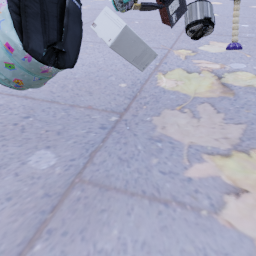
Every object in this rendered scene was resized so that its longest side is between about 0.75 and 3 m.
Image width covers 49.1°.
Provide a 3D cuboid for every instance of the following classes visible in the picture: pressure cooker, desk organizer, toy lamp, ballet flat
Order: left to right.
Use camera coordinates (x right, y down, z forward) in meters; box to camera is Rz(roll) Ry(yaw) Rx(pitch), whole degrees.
[{"bbox_3d":[0.046,-4.259,8.450,0.947,0.947,2.632,0,43,1],"label":"ballet flat"},{"bbox_3d":[0.863,-3.900,7.542,0.878,2.279,0.817,35,81,31],"label":"desk organizer"},{"bbox_3d":[2.422,-3.602,9.558,1.030,1.153,1.014,-7,-14,27],"label":"pressure cooker"},{"bbox_3d":[3.010,-3.093,7.767,0.522,1.793,0.522,-1,14,0],"label":"toy lamp"}]

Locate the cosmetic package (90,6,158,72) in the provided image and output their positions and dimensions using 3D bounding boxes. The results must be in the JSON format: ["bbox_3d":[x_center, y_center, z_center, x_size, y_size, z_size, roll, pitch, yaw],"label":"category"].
[{"bbox_3d":[-0.069,-2.583,8.367,1.115,0.802,1.976,50,15,28],"label":"cosmetic package"}]

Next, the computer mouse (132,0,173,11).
[{"bbox_3d":[0.046,-2.145,3.731,1.538,1.080,0.354,-10,41,-25],"label":"computer mouse"}]

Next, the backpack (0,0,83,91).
[{"bbox_3d":[-1.675,-1.725,4.694,1.362,2.152,1.796,-24,-20,34],"label":"backpack"}]
